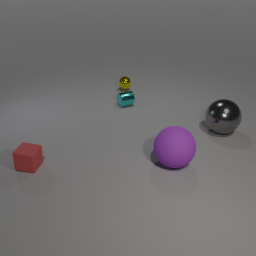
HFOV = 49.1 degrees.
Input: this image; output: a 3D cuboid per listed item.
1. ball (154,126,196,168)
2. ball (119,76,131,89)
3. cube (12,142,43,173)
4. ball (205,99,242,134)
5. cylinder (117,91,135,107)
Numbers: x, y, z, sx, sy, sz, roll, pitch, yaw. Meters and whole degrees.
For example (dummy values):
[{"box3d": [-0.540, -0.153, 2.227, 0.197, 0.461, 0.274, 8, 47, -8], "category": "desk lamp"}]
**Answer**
[{"box3d": [1.559, 0.628, 9.343, 1.400, 1.400, 1.400, 0, 29, 0], "category": "ball"}, {"box3d": [-0.173, -2.503, 15.507, 0.700, 0.700, 0.700, 0, 29, 0], "category": "ball"}, {"box3d": [-3.333, 0.983, 9.369, 0.700, 0.700, 0.700, 8, 29, 7], "category": "cube"}, {"box3d": [3.818, -0.458, 11.244, 1.400, 1.400, 1.400, 0, 29, 0], "category": "ball"}, {"box3d": [-0.108, -1.430, 13.775, 0.700, 0.700, 0.700, -12, 31, -21], "category": "cylinder"}]
